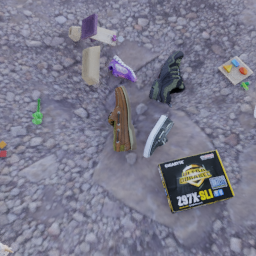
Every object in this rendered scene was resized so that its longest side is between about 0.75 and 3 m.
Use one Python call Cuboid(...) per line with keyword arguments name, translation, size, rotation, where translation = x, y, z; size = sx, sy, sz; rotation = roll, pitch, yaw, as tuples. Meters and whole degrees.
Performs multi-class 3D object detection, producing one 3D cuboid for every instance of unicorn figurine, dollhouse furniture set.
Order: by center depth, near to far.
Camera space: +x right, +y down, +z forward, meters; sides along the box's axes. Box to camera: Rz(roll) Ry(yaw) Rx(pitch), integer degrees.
Cuboid(name="unicorn figurine", translation=(-4.852, 3.805, 8.887), size=(2.336, 0.863, 1.605), rotation=(-37, 91, 2))
Cuboid(name="dollhouse furniture set", translation=(-1.311, -3.107, 12.239), size=(1.917, 2.140, 2.700), rotation=(4, 87, -41))

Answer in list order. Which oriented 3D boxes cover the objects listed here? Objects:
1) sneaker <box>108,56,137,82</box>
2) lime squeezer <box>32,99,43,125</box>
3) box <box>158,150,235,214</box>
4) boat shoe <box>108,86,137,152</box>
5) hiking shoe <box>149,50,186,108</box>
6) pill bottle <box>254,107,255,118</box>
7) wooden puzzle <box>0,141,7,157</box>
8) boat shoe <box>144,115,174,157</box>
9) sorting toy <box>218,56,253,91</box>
Cuboid(name="sneaker", translation=(-0.272, -2.339, 11.719), size=(0.665, 0.605, 1.504), rotation=(-42, 68, -9))
Cuboid(name="lime squeezer", translation=(-3.509, -0.532, 10.710), size=(0.360, 0.674, 1.908), rotation=(-17, 25, -3))
Cuboid(name="box", translation=(2.345, 1.871, 9.868), size=(2.204, 0.544, 1.760), rotation=(-12, 68, -5))
Cuboid(name="boat shoe", translation=(-0.327, -0.405, 10.624), size=(0.905, 0.957, 2.661), rotation=(-8, 66, -5))
Cuboid(name="hiking shoe", translation=(1.844, -2.001, 11.462), size=(1.231, 0.926, 2.445), rotation=(29, 78, 3))
Cuboid(name="pill bottle", translation=(5.972, -0.549, 10.543), size=(2.062, 1.233, 1.233), rotation=(17, 67, 7))
Cuboid(name="wooden puzzle", translation=(-5.590, 0.859, 10.515), size=(2.022, 0.142, 1.199), rotation=(-21, 68, -9))
Cuboid(name="boat shoe", translation=(1.191, 0.337, 10.449), size=(0.664, 0.674, 1.871), rotation=(23, 66, 14))
Cuboid(name="sorting toy", translation=(4.739, -2.300, 11.851), size=(1.146, 0.228, 1.550), rotation=(-32, 70, -13))
